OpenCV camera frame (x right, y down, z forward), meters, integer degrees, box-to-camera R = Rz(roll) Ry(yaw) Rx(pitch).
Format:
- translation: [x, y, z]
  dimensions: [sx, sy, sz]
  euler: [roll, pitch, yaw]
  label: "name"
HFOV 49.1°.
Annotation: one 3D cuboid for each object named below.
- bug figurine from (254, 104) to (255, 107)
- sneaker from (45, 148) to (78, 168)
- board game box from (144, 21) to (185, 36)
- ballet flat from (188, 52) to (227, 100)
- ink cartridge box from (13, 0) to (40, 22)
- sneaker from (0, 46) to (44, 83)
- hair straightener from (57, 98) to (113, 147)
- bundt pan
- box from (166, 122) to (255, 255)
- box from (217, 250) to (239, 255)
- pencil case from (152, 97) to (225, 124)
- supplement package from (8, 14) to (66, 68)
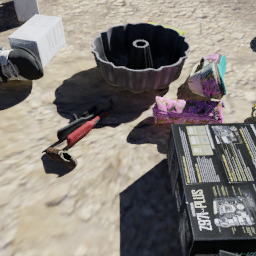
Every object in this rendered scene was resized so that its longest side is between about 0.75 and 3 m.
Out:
- translation: [4.189, -0.262, 7.056]
  dimensions: [1.630, 0.541, 2.102]
  euler: [-1, 45, 0]
  label: "bug figurine"
- translation: [-1.505, 0.590, 6.340]
  dimensions: [0.879, 0.332, 0.310]
  euler: [21, 48, 20]
  label: "sneaker"
- translation: [1.152, -3.464, 10.392]
  dimensions: [1.649, 0.393, 0.838]
  euler: [24, 49, 22]
  label: "board game box"
- translation: [2.240, -1.450, 7.887]
  dimensions: [1.009, 0.980, 2.835]
  euler: [-7, 25, 23]
  label: "ballet flat"
- translation: [-4.492, -5.920, 12.032]
  dimensions: [0.911, 1.582, 2.732]
  euler: [-13, 46, -13]
  label: "ink cartridge box"
- translation: [-3.785, -1.761, 8.270]
  dimensions: [2.896, 1.073, 1.282]
  euler: [15, 46, 28]
  label: "sneaker"
- translation: [-1.095, -0.294, 7.188]
  dimensions: [0.741, 0.394, 1.925]
  euler: [28, 51, 25]
  label: "hair straightener"
- translation: [0.355, -2.075, 8.501]
  dimensions: [2.915, 1.094, 2.915]
  euler: [1, 45, -1]
  label: "bundt pan"
- translation: [1.905, 1.117, 5.275]
  dimensions: [2.027, 1.066, 2.476]
  euler: [-2, 45, -2]
  label: "box"
- translation: [1.451, 2.452, 3.754]
  dimensions: [0.816, 1.312, 0.975]
  euler: [12, 46, 12]
  label: "box"
- translation: [1.491, -0.392, 7.054]
  dimensions: [1.766, 0.764, 0.731]
  euler: [5, 66, 6]
  label: "pencil case"
- translation: [-2.986, -2.955, 9.450]
  dimensions: [1.029, 0.991, 1.810]
  euler: [11, 46, 11]
  label: "supplement package"
